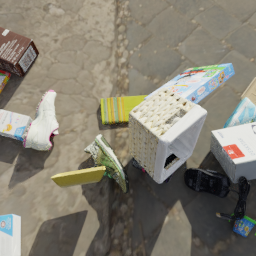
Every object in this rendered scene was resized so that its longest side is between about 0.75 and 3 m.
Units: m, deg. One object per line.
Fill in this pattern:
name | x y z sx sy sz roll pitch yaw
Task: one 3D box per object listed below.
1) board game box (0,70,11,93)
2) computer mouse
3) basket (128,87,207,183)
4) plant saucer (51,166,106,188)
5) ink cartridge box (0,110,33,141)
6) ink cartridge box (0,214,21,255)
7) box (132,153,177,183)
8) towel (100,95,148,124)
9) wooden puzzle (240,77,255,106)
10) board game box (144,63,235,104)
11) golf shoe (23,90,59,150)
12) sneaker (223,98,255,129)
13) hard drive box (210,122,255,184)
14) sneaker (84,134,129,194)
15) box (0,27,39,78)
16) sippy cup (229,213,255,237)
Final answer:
board game box | -6.091 -1.401 11.584 1.317 0.413 2.758 19 67 6
computer mouse | 3.088 2.273 9.831 2.312 0.532 1.623 6 98 36
basket | 1.107 0.235 8.852 1.768 2.608 1.609 -37 63 -23
plant saucer | -1.505 1.571 8.956 1.619 1.619 0.392 -9 85 -6
ink cartridge box | -4.656 -0.139 10.970 1.560 0.529 0.898 14 69 5
ink cartridge box | -4.858 3.735 9.280 2.348 0.783 1.360 -7 68 -3
box | 1.010 1.215 10.251 1.515 0.804 0.926 25 68 10
towel | 0.166 -0.758 11.413 2.547 0.230 1.096 -5 73 -3
wooden puzzle | 5.485 -1.204 11.527 1.435 0.332 1.329 38 73 9
board game box | 2.163 -1.477 9.982 2.651 2.006 0.485 -37 114 -28
golf shoe | -3.165 -0.274 10.943 1.160 0.955 2.535 21 67 -14
sneaker | 4.559 -0.159 10.886 1.228 0.748 1.882 36 81 6
hard drive box | 4.472 0.761 9.941 2.454 0.942 1.912 -12 36 -5
sneaker | -0.795 1.441 10.256 1.087 0.943 2.453 -33 65 -1
box | -5.513 -3.467 12.027 2.895 1.085 1.450 22 70 10
sippy cup | 3.926 3.330 9.558 0.680 0.866 0.634 30 81 -18
